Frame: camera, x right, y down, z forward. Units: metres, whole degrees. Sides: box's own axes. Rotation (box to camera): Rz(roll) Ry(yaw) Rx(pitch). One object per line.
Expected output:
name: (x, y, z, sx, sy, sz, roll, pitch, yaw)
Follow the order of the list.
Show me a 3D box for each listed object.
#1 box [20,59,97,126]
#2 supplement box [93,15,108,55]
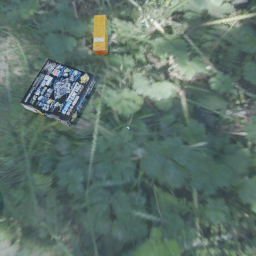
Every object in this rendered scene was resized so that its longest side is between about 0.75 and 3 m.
box: (-1.933, -1.031, 7.888, 1.582, 0.396, 1.594, 21, 72, 12)
supplement box: (-0.823, -2.824, 8.504, 0.389, 0.376, 1.130, -3, 82, 9)
